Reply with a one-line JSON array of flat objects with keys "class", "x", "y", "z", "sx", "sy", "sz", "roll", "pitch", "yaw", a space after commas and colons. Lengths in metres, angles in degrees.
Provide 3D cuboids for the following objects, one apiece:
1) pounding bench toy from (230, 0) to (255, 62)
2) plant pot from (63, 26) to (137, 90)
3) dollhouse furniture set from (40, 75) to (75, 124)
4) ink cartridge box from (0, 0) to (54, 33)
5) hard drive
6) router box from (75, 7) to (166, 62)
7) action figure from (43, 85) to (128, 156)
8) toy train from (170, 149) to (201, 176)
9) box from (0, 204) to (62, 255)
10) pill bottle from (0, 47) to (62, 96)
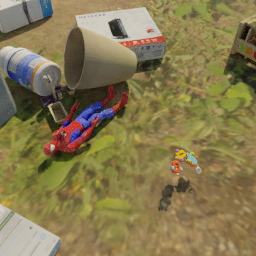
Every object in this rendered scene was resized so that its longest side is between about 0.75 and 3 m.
[{"class": "pounding bench toy", "x": 4.839, "y": -3.321, "z": 9.699, "sx": 1.267, "sy": 2.040, "sz": 1.591, "roll": -30, "pitch": 55, "yaw": -24}, {"class": "plant pot", "x": -0.794, "y": -2.092, "z": 8.919, "sx": 2.004, "sy": 1.877, "sz": 1.877, "roll": 0, "pitch": 45, "yaw": -30}, {"class": "dollhouse furniture set", "x": -1.982, "y": -0.957, "z": 8.344, "sx": 1.125, "sy": 1.008, "sz": 1.420, "roll": -22, "pitch": 53, "yaw": -18}, {"class": "ink cartridge box", "x": -4.742, "y": -5.230, "z": 12.022, "sx": 2.389, "sy": 1.026, "sz": 1.750, "roll": -35, "pitch": 58, "yaw": -28}, {"class": "hard drive", "x": -3.978, "y": -0.856, "z": 7.198, "sx": 0.428, "sy": 2.604, "sz": 1.817, "roll": 24, "pitch": 53, "yaw": 19}, {"class": "router box", "x": -0.390, "y": -3.523, "z": 10.734, "sx": 2.948, "sy": 0.720, "sz": 2.646, "roll": -11, "pitch": 50, "yaw": -10}, {"class": "action figure", "x": -1.224, "y": -0.214, "z": 7.952, "sx": 0.956, "sy": 0.755, "sz": 2.922, "roll": 33, "pitch": 59, "yaw": 22}, {"class": "toy train", "x": 1.338, "y": 0.873, "z": 6.791, "sx": 0.890, "sy": 0.247, "sz": 0.668, "roll": 9, "pitch": 64, "yaw": -28}, {"class": "box", "x": -2.477, "y": 2.526, "z": 5.778, "sx": 1.740, "sy": 0.358, "sz": 1.357, "roll": 20, "pitch": 53, "yaw": 18}, {"class": "pill bottle", "x": -3.255, "y": -1.915, "z": 9.098, "sx": 2.013, "sy": 1.128, "sz": 1.128, "roll": 28, "pitch": 55, "yaw": 23}]
